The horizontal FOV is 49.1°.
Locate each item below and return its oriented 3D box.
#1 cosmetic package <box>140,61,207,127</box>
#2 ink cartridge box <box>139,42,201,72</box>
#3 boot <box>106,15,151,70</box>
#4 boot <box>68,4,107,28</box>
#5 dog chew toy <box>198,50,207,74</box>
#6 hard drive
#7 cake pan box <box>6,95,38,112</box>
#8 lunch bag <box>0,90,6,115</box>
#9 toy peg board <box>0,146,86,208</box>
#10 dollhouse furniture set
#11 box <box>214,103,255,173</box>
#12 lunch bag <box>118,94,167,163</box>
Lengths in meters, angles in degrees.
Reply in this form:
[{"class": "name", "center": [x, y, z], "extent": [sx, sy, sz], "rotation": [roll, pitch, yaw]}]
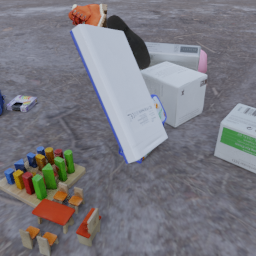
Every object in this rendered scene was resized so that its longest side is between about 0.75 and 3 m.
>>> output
[{"class": "cosmetic package", "center": [1.740, -1.434, 11.364], "extent": [1.758, 1.759, 2.132], "rotation": [-26, 41, -33]}, {"class": "ink cartridge box", "center": [1.747, -2.822, 12.879], "extent": [2.888, 2.506, 0.629], "rotation": [7, 68, 11]}, {"class": "boot", "center": [0.053, -2.914, 9.542], "extent": [0.759, 2.062, 0.778], "rotation": [-37, 16, 7]}, {"class": "boot", "center": [-1.471, -3.832, 10.245], "extent": [1.454, 1.017, 2.712], "rotation": [3, 38, -10]}, {"class": "dog chew toy", "center": [2.857, -3.339, 14.648], "extent": [2.451, 1.526, 1.526], "rotation": [1, 32, 17]}, {"class": "hard drive", "center": [-0.070, -0.793, 5.994], "extent": [0.346, 2.725, 1.798], "rotation": [-22, 2, 30]}, {"class": "cake pan box", "center": [-4.600, -1.047, 12.156], "extent": [0.964, 0.274, 1.046], "rotation": [6, 34, 13]}, {"class": "lunch bag", "center": [-5.886, -1.119, 11.485], "extent": [1.630, 1.107, 1.078], "rotation": [-10, 35, -14]}, {"class": "toy peg board", "center": [-2.542, 1.183, 8.175], "extent": [1.846, 0.907, 1.854], "rotation": [18, 37, 25]}, {"class": "dollhouse furniture set", "center": [-1.510, 2.128, 6.769], "extent": [1.659, 0.864, 1.677], "rotation": [12, 35, 18]}, {"class": "box", "center": [3.926, 0.304, 9.057], "extent": [1.614, 1.389, 1.622], "rotation": [24, 42, 32]}, {"class": "lunch bag", "center": [0.504, -0.031, 9.187], "extent": [1.126, 1.818, 1.546], "rotation": [19, 37, 27]}]
